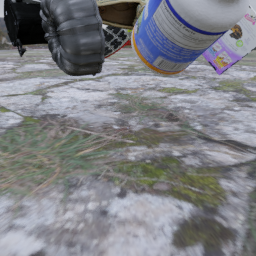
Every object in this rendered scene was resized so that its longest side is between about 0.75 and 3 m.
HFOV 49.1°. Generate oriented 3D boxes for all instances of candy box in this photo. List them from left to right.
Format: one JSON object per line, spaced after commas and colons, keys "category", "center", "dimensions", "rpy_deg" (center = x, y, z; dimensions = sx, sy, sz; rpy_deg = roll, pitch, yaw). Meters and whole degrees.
{"category": "candy box", "center": [2.735, -2.497, 7.594], "dimensions": [1.632, 1.369, 0.584], "rpy_deg": [-37, 7, 26]}

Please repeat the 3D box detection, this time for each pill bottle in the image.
{"category": "pill bottle", "center": [1.099, -2.060, 4.808], "dimensions": [1.443, 1.443, 2.575], "rpy_deg": [-7, -13, -20]}

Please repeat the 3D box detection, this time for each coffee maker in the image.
{"category": "coffee maker", "center": [-2.584, -3.109, 8.681], "dimensions": [2.033, 1.953, 1.369], "rpy_deg": [-12, -1, -32]}

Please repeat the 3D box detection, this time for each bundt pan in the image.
{"category": "bundt pan", "center": [-1.560, -2.503, 7.295], "dimensions": [0.956, 2.548, 2.548], "rpy_deg": [-20, 26, -24]}

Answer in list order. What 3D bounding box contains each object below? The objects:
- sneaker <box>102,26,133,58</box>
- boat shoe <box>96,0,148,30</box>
{"category": "sneaker", "center": [-0.116, -3.081, 9.646], "dimensions": [2.544, 0.980, 1.080], "rpy_deg": [-34, -20, 2]}
{"category": "boat shoe", "center": [-0.050, -3.328, 8.229], "dimensions": [2.742, 1.005, 0.859], "rpy_deg": [-3, 43, -14]}
